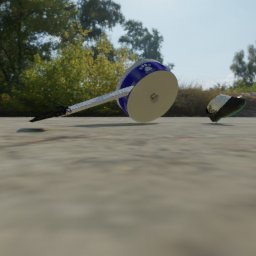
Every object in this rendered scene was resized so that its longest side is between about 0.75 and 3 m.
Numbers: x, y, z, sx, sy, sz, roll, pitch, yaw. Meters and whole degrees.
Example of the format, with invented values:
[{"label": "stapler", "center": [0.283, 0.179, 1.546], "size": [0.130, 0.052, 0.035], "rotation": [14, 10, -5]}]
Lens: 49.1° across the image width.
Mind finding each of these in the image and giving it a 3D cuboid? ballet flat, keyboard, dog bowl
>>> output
[{"label": "ballet flat", "center": [3.524, -0.764, 10.678], "size": [0.858, 0.853, 2.509], "rotation": [43, -11, 4]}, {"label": "keyboard", "center": [-1.869, -0.376, 6.507], "size": [0.916, 0.349, 1.760], "rotation": [-15, 7, -20]}, {"label": "dog bowl", "center": [0.795, -1.463, 11.394], "size": [2.471, 2.471, 0.973], "rotation": [-2, 36, -36]}, {"label": "keyboard", "center": [-1.113, -0.885, 9.254], "size": [2.697, 0.144, 0.759], "rotation": [-15, 24, 20]}]
